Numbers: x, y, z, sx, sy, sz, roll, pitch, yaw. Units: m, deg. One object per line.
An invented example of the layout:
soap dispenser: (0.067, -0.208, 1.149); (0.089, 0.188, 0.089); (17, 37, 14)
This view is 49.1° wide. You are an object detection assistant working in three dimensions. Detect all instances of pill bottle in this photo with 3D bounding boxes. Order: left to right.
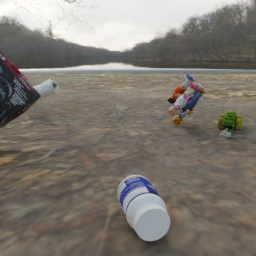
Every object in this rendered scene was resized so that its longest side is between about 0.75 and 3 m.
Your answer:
pill bottle: (0.160, 0.863, 3.102); (0.443, 0.443, 0.766); (-3, 15, -13)

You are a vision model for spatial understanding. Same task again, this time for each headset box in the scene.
headset box: (-2.970, -0.741, 5.676); (0.816, 1.573, 2.113); (-33, 12, 35)

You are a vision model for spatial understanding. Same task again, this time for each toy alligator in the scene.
toy alligator: (2.620, -0.168, 7.189); (0.591, 0.428, 1.782); (5, 15, 21)

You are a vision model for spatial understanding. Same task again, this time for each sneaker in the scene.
sneaker: (-2.764, -1.171, 9.293); (1.006, 0.641, 1.741); (-24, 11, -12)

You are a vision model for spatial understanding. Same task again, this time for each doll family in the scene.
doll family: (1.577, -0.649, 7.549); (0.832, 1.146, 1.847); (35, 22, -5)
